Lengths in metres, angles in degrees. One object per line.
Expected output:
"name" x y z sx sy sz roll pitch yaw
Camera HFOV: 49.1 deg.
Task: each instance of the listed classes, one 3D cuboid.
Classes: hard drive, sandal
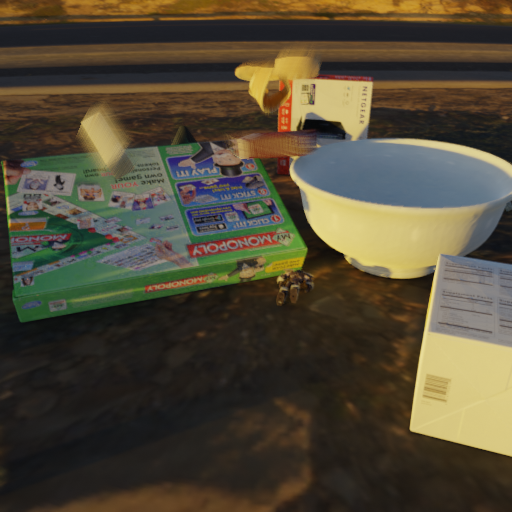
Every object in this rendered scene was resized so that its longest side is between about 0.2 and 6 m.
"hard drive" -1.453 -2.058 11.220 0.151 0.642 0.920 -2 55 31
"sandal" 0.226 -2.522 8.493 0.737 0.661 2.010 1 8 -29

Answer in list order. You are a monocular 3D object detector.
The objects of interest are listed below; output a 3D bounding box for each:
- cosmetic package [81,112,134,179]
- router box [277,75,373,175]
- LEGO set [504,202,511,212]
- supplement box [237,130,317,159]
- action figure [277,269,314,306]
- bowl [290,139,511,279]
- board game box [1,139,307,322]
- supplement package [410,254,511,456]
"cosmetic package" -1.874 -1.394 7.087 0.272 0.403 0.766 -32 70 -5
"router box" 1.537 -2.949 12.802 2.031 2.263 0.553 6 29 10
"LEGO set" 4.471 -1.830 12.284 1.819 0.794 2.802 -25 37 -38
"supplement box" 0.362 -1.904 9.554 1.195 0.364 0.651 2 21 27
"action figure" 0.572 0.446 8.613 0.570 0.304 0.875 2 24 19
"bowl" 2.354 -0.729 9.331 3.591 1.614 3.591 -2 27 1
"board game box" -1.715 -0.646 9.175 4.346 0.633 2.924 -9 52 -18
"supplement package" 2.588 1.043 6.337 1.350 1.360 1.792 10 30 18
